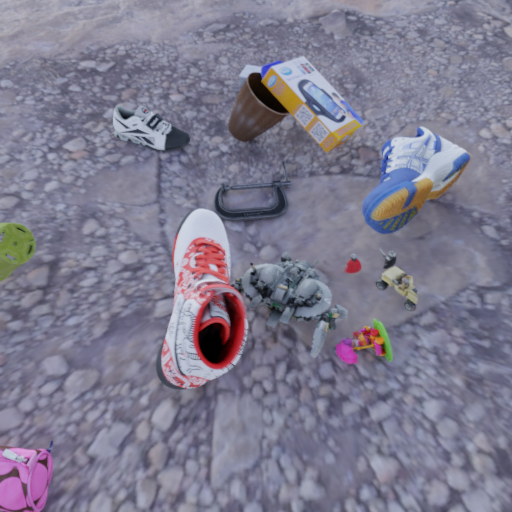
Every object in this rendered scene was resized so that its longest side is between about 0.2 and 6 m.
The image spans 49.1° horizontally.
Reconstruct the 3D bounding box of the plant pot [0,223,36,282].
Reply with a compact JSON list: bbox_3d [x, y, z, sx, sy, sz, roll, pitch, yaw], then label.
[{"bbox_3d":[-4.398,-0.138,9.681,1.099,1.157,1.157,-10,38,39],"label":"plant pot"}]

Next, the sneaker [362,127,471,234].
[{"bbox_3d":[2.895,-1.586,11.261,1.461,1.248,3.315,43,48,18],"label":"sneaker"}]

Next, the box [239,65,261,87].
[{"bbox_3d":[-0.082,-4.719,14.803,0.572,0.326,0.622,15,50,14],"label":"box"}]

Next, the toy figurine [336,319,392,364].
[{"bbox_3d":[1.691,1.436,9.174,0.815,0.665,0.886,-14,27,0],"label":"toy figurine"}]

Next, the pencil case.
[{"bbox_3d":[-3.774,2.901,7.549,1.955,0.916,0.887,2,47,2],"label":"pencil case"}]

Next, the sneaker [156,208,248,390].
[{"bbox_3d":[-0.683,0.458,8.686,1.042,1.673,3.121,19,64,-23],"label":"sneaker"}]

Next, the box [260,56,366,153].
[{"bbox_3d":[1.233,-3.565,12.665,2.494,0.517,1.485,49,43,2],"label":"box"}]

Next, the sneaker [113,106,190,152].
[{"bbox_3d":[-2.459,-2.989,12.918,1.920,0.850,0.711,13,48,10],"label":"sneaker"}]

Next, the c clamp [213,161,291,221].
[{"bbox_3d":[-0.065,-1.307,11.836,1.799,0.244,1.537,-9,54,-10],"label":"c clamp"}]

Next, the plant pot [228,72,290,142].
[{"bbox_3d":[-0.044,-3.241,12.739,1.230,1.316,1.230,23,45,-25],"label":"plant pot"}]

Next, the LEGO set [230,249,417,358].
[{"bbox_3d":[1.025,0.442,9.597,3.473,0.984,2.255,-23,46,-17],"label":"LEGO set"}]
